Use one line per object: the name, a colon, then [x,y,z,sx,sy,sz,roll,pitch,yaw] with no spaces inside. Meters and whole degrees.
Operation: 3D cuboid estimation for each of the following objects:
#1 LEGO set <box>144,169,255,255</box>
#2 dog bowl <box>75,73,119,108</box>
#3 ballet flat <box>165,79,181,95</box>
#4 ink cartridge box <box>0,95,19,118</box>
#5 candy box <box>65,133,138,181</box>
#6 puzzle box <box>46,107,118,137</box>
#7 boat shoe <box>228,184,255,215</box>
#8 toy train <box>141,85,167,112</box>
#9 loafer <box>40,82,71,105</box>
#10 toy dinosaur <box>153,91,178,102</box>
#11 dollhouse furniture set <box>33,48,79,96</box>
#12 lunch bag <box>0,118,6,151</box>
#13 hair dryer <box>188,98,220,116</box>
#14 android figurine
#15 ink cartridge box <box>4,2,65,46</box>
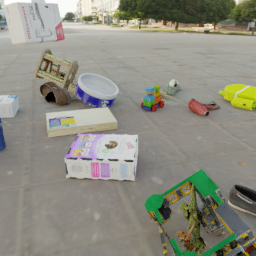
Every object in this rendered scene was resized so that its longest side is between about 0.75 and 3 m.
LEGO set: [1.507,2.088,5.490,1.835,1.383,2.387,-37,29,-7]
dog bowl: [-1.501,-1.795,13.448,1.978,0.779,1.978,18,32,-12]
ballet flat: [2.570,-2.412,15.843,0.692,0.654,2.054,8,25,19]
ink cartridge box: [-5.878,-0.958,12.489,1.695,0.717,1.225,-2,24,-7]
candy box: [-0.709,0.823,8.494,1.984,0.710,1.664,2,24,5]
puzzle box: [-1.943,-0.291,11.449,2.704,0.344,1.799,-7,25,-14]
boat shoe: [3.250,1.814,6.512,1.787,0.509,0.597,14,28,29]
toy train: [1.385,-1.561,13.384,0.799,1.092,1.888,18,30,33]
loafer: [-3.840,-1.734,14.025,0.856,0.881,2.412,-20,31,-40]
toy dinosaur: [1.672,-1.754,14.532,0.932,0.536,1.843,-17,29,-35]
dollhouse furniture set: [-3.022,-2.867,15.272,2.903,1.614,2.568,25,8,8]
lunch bag: [-5.048,0.202,9.039,1.433,1.396,2.109,10,27,21]
hair dryer: [3.517,-1.026,12.893,1.484,0.529,1.949,8,26,15]
android figurine: [6.116,-1.581,14.030,3.000,0.616,2.731,19,31,35]
ink cartridge box: [-3.200,-3.633,9.771,0.741,1.312,1.790,5,22,34]
